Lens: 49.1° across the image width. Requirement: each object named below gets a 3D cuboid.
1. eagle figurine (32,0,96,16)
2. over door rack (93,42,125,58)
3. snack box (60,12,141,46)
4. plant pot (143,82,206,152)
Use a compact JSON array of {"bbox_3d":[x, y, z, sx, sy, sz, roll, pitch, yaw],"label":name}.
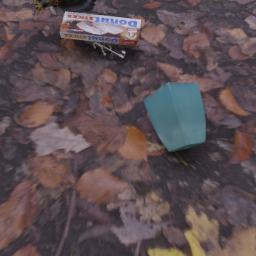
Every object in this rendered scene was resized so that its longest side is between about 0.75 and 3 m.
[{"bbox_3d":[-2.249,-4.671,9.514,2.240,1.699,1.690,-20,51,7],"label":"eagle figurine"},{"bbox_3d":[-0.446,-2.844,9.651,1.234,0.411,0.911,23,56,16],"label":"over door rack"},{"bbox_3d":[-0.909,-3.364,9.491,2.628,0.320,0.945,6,65,0],"label":"snack box"},{"bbox_3d":[1.296,-0.242,7.150,1.080,1.081,1.530,-7,75,-35],"label":"plant pot"}]
